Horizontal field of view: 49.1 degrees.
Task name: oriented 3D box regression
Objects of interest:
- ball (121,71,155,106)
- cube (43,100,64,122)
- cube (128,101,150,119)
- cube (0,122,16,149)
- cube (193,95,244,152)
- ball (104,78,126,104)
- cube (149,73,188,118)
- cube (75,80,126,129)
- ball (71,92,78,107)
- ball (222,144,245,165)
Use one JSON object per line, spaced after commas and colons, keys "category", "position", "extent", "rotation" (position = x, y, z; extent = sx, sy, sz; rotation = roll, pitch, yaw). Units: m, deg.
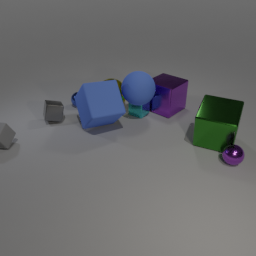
{"category": "ball", "position": [0.423, -1.625, 11.490], "extent": [1.400, 1.400, 1.400], "rotation": [0, 31, 0]}
{"category": "cube", "position": [-3.141, -0.724, 11.768], "extent": [0.700, 0.700, 0.700], "rotation": [4, 19, -25]}
{"category": "cube", "position": [0.492, -0.942, 12.377], "extent": [0.700, 0.700, 0.700], "rotation": [19, 37, 28]}
{"category": "cube", "position": [-4.633, 0.265, 10.075], "extent": [0.700, 0.700, 0.700], "rotation": [4, 58, 17]}
{"category": "cube", "position": [3.237, -0.152, 10.098], "extent": [1.400, 1.400, 1.400], "rotation": [14, 47, 21]}
{"category": "ball", "position": [-0.744, -1.552, 12.763], "extent": [1.400, 1.400, 1.400], "rotation": [0, 31, 0]}
{"category": "cube", "position": [1.706, -1.493, 12.618], "extent": [1.400, 1.400, 1.400], "rotation": [24, 38, 34]}
{"category": "cube", "position": [-1.129, -0.913, 11.021], "extent": [1.400, 1.400, 1.400], "rotation": [-12, -11, -26]}
{"category": "ball", "position": [-2.299, -1.330, 13.032], "extent": [0.700, 0.700, 0.700], "rotation": [0, 31, 0]}
{"category": "ball", "position": [3.501, 0.888, 9.315], "extent": [0.700, 0.700, 0.700], "rotation": [0, 31, 0]}
